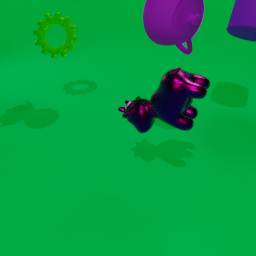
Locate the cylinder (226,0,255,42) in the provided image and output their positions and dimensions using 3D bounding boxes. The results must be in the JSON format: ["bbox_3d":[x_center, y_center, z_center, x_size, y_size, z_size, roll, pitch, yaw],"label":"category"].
[{"bbox_3d":[2.701,-2.426,5.775,1.035,1.035,1.035,15,8,-2],"label":"cylinder"}]

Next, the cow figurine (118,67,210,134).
[{"bbox_3d":[0.530,-0.446,4.575,1.289,1.310,0.719,22,38,11],"label":"cow figurine"}]

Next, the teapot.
[{"bbox_3d":[0.752,-1.804,4.354,1.027,1.652,0.809,-45,51,-12],"label":"teapot"}]

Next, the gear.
[{"bbox_3d":[-1.770,-2.272,6.929,1.073,1.073,0.199,1,8,1],"label":"gear"}]
